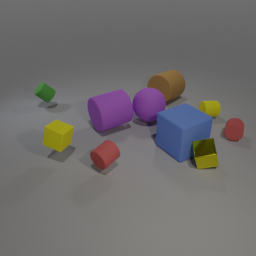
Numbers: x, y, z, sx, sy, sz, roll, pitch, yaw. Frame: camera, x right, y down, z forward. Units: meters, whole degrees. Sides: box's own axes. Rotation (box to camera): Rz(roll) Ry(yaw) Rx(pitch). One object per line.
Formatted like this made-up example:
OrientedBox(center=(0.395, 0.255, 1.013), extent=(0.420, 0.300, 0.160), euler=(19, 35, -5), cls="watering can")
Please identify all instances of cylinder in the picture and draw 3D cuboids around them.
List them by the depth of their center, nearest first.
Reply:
OrientedBox(center=(-0.726, 0.849, 8.941), extent=(0.700, 0.700, 0.700), euler=(23, 46, 34), cls="cylinder")
OrientedBox(center=(4.176, 0.042, 10.993), extent=(0.700, 0.700, 0.700), euler=(12, 28, 20), cls="cylinder")
OrientedBox(center=(-0.718, -0.717, 11.283), extent=(1.400, 1.400, 1.400), euler=(-20, 35, -25), cls="cylinder")
OrientedBox(center=(3.608, -0.851, 12.393), extent=(0.700, 0.700, 0.700), euler=(-3, 30, -12), cls="cylinder")
OrientedBox(center=(-3.865, -1.655, 13.042), extent=(0.700, 0.700, 0.700), euler=(-30, 41, 30), cls="cylinder")
OrientedBox(center=(1.909, -2.073, 13.894), extent=(1.400, 1.400, 1.400), euler=(22, 32, 33), cls="cylinder")

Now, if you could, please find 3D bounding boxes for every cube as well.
OrientedBox(center=(-2.303, 0.246, 9.251), extent=(0.700, 0.700, 0.700), euler=(21, 28, 12), cls="cube")
OrientedBox(center=(2.571, 0.851, 9.300), extent=(0.700, 0.700, 0.700), euler=(-11, 47, 15), cls="cube")
OrientedBox(center=(1.990, 0.128, 10.132), extent=(1.400, 1.400, 1.400), euler=(-19, 36, -27), cls="cube")

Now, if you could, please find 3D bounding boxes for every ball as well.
OrientedBox(center=(0.884, -0.992, 11.790), extent=(1.400, 1.400, 1.400), euler=(0, 30, 0), cls="ball")
